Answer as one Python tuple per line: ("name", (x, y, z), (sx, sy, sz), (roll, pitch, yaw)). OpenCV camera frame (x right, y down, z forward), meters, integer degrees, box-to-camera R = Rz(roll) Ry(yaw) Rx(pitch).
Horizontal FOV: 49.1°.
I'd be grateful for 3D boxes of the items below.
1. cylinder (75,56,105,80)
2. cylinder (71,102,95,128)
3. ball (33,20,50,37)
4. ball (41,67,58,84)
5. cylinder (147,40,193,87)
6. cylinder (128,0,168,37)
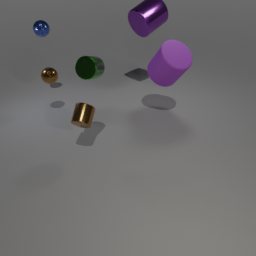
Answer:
("cylinder", (-1.156, -1.845, 8.571), (0.700, 0.700, 0.700), (9, 16, 14))
("cylinder", (-1.540, -0.426, 9.622), (0.700, 0.700, 0.700), (9, 74, 13))
("ball", (-3.751, -4.304, 12.133), (0.700, 0.700, 0.700), (0, 32, 0))
("ball", (-3.292, -2.197, 11.767), (0.700, 0.700, 0.700), (0, 32, 0))
("cylinder", (1.693, -2.628, 11.514), (1.400, 1.400, 1.400), (8, 66, -19))
("cylinder", (0.948, -5.280, 13.277), (1.400, 1.400, 1.400), (-41, 47, -17))
